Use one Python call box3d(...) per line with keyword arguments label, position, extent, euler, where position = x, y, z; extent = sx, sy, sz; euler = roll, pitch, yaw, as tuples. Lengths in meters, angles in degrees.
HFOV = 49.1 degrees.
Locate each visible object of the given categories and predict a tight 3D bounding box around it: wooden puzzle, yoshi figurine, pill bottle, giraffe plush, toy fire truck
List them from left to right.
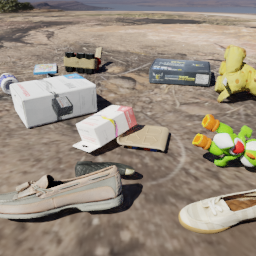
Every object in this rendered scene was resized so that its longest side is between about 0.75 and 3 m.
box3d(label="pill bottle", position=(-4.642, -1.760, 10.911), extent=(0.661, 0.661, 1.105), euler=(-15, 31, -27))
box3d(label="toy fire truck", position=(-2.030, -3.403, 13.760), extent=(1.642, 1.200, 1.865), euler=(9, 17, 18))
box3d(label="wooden puzzle", position=(0.423, 0.262, 7.444), extent=(1.234, 0.286, 1.143), euler=(10, 29, 10))
box3d(label="yoshi figurine", position=(2.398, 0.391, 6.291), extent=(1.765, 0.992, 0.988), euler=(25, 52, 1))
box3d(label="giraffe plush", position=(4.285, -1.772, 9.896), extent=(1.876, 1.996, 2.314), euler=(12, 37, 6))

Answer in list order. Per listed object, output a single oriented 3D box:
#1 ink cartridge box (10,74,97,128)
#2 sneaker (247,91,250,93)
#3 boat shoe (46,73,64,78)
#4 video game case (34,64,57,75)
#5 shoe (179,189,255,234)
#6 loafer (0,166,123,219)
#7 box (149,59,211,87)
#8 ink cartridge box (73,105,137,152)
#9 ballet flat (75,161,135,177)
box3d(label="ink cartridge box", position=(-2.378, -0.958, 9.012), extent=(2.296, 0.961, 1.666), euler=(-16, 31, -28))
box3d(label="sneaker", position=(4.854, -1.543, 10.931), extent=(0.397, 0.370, 0.920), euler=(19, 37, 7))
box3d(label="boat shoe", position=(-2.754, -1.927, 11.430), extent=(1.517, 0.476, 0.551), euler=(14, 31, 26))
box3d(label="video game case", position=(-4.019, -2.881, 13.664), extent=(1.037, 0.129, 1.448), euler=(-6, 28, -11))
box3d(label="shoe", position=(1.830, 1.383, 4.970), extent=(1.935, 0.517, 0.677), euler=(-5, 28, -10))
box3d(label="loafer", position=(-1.260, 1.106, 5.112), extent=(2.325, 0.731, 0.836), euler=(-4, 9, -6))
box3d(label="box", position=(2.302, -2.491, 12.327), extent=(2.539, 0.648, 2.002), euler=(7, 27, 12))
box3d(label="ink cartridge box", position=(-0.678, -0.028, 7.295), extent=(1.593, 0.538, 0.928), euler=(-32, 26, -32))
box3d(label="ballet flat", position=(-0.500, 0.914, 6.006), extent=(1.318, 0.375, 0.438), euler=(2, -3, 12))
